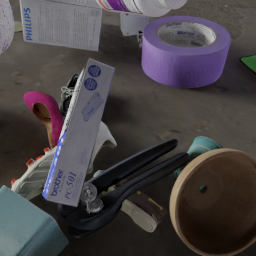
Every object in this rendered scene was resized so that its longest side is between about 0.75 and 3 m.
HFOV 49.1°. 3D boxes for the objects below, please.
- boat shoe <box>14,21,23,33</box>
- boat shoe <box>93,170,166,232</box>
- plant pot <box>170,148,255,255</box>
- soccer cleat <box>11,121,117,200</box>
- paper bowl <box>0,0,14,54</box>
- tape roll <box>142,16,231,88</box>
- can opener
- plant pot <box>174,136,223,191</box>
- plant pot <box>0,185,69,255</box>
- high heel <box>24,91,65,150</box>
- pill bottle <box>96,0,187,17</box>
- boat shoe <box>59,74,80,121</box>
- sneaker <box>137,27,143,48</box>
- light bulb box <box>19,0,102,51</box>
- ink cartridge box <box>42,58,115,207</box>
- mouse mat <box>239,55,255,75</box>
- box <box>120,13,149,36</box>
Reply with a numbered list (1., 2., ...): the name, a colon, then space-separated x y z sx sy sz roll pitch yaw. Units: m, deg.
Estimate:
1. boat shoe: -4.421 -4.215 11.798 1.411 0.442 0.516 -17 72 -16
2. boat shoe: 0.003 1.417 5.876 1.714 0.616 0.510 34 51 25
3. plant pot: 1.649 1.308 5.375 2.006 2.006 0.926 -11 12 -11
4. soccer cleat: -1.392 0.821 6.279 1.065 0.951 2.745 46 63 3
5. paper bowl: -2.464 -1.804 4.087 1.707 1.707 0.888 13 46 13
6. tape roll: 1.923 -2.702 9.657 2.885 1.226 2.885 1 45 -1
7. can opener: -0.039 1.033 5.594 2.898 1.139 0.919 -34 74 -19
8. plant pot: 1.596 0.854 6.282 0.965 0.965 0.945 34 62 30
9. plant pot: -2.005 2.013 4.878 1.224 1.227 1.250 24 55 23
10. high heel: -2.220 -0.210 7.354 2.361 0.796 1.135 29 42 23
11. pill bottle: 0.263 -3.249 6.331 1.303 1.303 2.317 -31 39 -28
12. boat shoe: -1.636 -0.936 8.266 0.670 0.619 1.813 6 45 6
13. sneaker: 0.770 -3.636 11.177 0.725 0.445 1.114 -4 44 -6
14. light bulb box: -2.412 -4.550 10.874 2.786 1.739 2.761 6 43 -8
15. ink cartridge box: -0.594 0.069 3.299 0.351 0.746 1.586 18 74 -16
16. mouse mat: 5.632 -2.145 9.904 2.709 0.102 2.180 -13 46 -12
17. box: 0.266 -4.498 11.603 1.076 1.070 0.703 -9 45 -9
